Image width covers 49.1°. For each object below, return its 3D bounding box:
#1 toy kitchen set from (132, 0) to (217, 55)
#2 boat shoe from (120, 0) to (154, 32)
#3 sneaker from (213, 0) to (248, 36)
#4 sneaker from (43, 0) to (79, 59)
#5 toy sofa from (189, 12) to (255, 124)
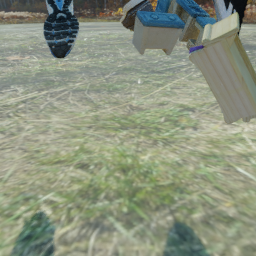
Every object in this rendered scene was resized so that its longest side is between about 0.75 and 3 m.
[{"bbox_3d":[1.005,-3.530,7.902,2.340,1.721,2.921,-4,45,-22],"label":"toy kitchen set"},{"bbox_3d":[0.351,-3.284,8.516,0.955,0.791,2.657,-33,10,3],"label":"boat shoe"},{"bbox_3d":[2.913,-3.159,7.129,1.299,2.322,0.848,-18,33,16],"label":"sneaker"},{"bbox_3d":[-2.023,-3.046,8.782,1.030,1.182,2.629,-2,55,-8],"label":"sneaker"},{"bbox_3d":[2.184,-1.159,5.854,1.031,2.113,0.875,-21,29,35],"label":"toy sofa"}]
